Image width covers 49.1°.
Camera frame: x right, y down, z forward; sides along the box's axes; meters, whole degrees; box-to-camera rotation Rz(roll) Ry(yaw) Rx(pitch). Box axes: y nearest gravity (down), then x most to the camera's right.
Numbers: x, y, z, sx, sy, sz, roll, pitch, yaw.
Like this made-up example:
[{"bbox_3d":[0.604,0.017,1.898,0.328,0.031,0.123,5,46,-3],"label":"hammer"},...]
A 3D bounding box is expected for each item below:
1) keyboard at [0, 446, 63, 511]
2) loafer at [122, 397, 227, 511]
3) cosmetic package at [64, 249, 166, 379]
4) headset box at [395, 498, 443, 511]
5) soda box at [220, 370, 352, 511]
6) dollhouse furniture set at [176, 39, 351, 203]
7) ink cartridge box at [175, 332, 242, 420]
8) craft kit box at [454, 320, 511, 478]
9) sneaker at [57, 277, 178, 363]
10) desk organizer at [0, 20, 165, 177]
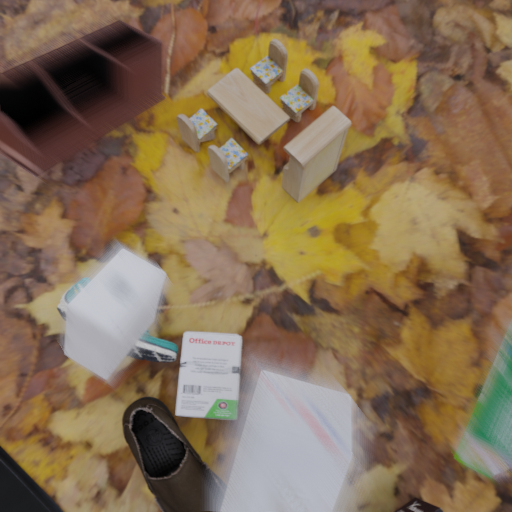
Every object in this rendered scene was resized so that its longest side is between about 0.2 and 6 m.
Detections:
[{"bbox_3d":[-3.767,4.811,7.690,5.634,1.116,2.932,40,54,12],"label":"keyboard"},{"bbox_3d":[-1.136,3.209,7.953,0.972,0.950,2.664,-38,77,-11],"label":"loafer"},{"bbox_3d":[-1.581,0.647,6.243,0.611,0.994,0.991,29,46,6],"label":"cosmetic package"},{"bbox_3d":[1.596,5.103,7.234,3.168,1.223,2.357,-28,75,-10],"label":"headset box"},{"bbox_3d":[0.118,2.794,5.925,1.021,0.954,2.997,16,110,3],"label":"soda box"},{"bbox_3d":[0.233,-2.275,9.313,2.230,1.580,2.428,-41,77,-12],"label":"dollhouse furniture set"},{"bbox_3d":[-0.700,1.840,8.595,0.917,0.528,1.257,4,73,1],"label":"ink cartridge box"},{"bbox_3d":[2.863,1.136,6.038,0.569,2.318,2.347,22,74,27],"label":"craft kit box"},{"bbox_3d":[-2.100,1.003,8.757,2.078,0.805,0.828,28,66,8],"label":"sneaker"},{"bbox_3d":[-2.486,-2.309,7.923,0.928,0.996,2.588,31,52,17],"label":"desk organizer"}]
